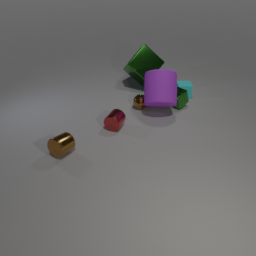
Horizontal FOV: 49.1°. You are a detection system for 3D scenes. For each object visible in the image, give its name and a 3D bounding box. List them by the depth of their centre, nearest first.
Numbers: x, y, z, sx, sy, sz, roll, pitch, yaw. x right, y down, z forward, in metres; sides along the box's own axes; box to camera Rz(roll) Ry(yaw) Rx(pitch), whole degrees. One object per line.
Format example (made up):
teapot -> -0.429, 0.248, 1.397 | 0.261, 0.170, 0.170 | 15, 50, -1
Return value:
cylinder -> -2.331, 0.579, 9.810 | 0.700, 0.700, 0.700 | 17, 27, 26
cylinder -> -0.535, -0.322, 11.363 | 0.700, 0.700, 0.700 | 11, 35, 18
cylinder -> 1.409, -1.676, 12.111 | 1.400, 1.400, 1.400 | 1, -4, 0
ball -> 0.577, -1.207, 12.868 | 0.700, 0.700, 0.700 | 0, 31, 0
cube -> 2.298, -1.393, 12.983 | 0.700, 0.700, 0.700 | -41, 47, -21
cube -> 2.799, -1.919, 14.032 | 0.700, 0.700, 0.700 | -1, 31, -1
cube -> 0.796, -3.259, 14.670 | 1.400, 1.400, 1.400 | -51, 9, -5
